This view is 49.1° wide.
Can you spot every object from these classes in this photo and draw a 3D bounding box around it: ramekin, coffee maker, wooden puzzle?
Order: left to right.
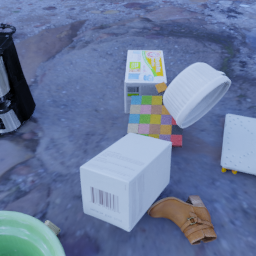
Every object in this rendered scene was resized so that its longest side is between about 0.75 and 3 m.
[{"bbox_3d":[-2.320,2.963,4.530,2.867,1.400,2.867,0,39,0],"label":"ramekin"},{"bbox_3d":[-3.951,-1.493,8.929,1.774,2.634,2.530,20,48,21],"label":"coffee maker"},{"bbox_3d":[0.824,-0.248,8.327,1.619,0.192,2.729,2,65,12],"label":"wooden puzzle"},{"bbox_3d":[1.742,-0.899,7.408,1.740,1.740,0.913,-29,68,-30],"label":"ramekin"}]

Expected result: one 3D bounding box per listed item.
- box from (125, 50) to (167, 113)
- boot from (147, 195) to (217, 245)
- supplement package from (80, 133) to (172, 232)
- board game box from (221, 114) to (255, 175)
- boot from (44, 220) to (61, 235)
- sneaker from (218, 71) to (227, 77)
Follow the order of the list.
[{"bbox_3d":[0.626,-1.776,10.376,1.426,1.285,2.535,1,39,1],"label":"box"},{"bbox_3d":[1.215,2.109,6.302,1.404,0.517,1.086,-10,45,-7],"label":"boot"},{"bbox_3d":[0.044,1.075,6.309,1.194,1.199,2.043,12,25,29],"label":"supplement package"},{"bbox_3d":[4.066,0.622,8.232,2.490,0.322,2.490,12,41,14],"label":"board game box"},{"bbox_3d":[-2.018,2.329,6.156,0.889,0.324,0.691,16,42,17],"label":"boot"},{"bbox_3d":[3.386,-2.190,11.619,1.347,0.502,0.586,13,30,5],"label":"sneaker"}]
